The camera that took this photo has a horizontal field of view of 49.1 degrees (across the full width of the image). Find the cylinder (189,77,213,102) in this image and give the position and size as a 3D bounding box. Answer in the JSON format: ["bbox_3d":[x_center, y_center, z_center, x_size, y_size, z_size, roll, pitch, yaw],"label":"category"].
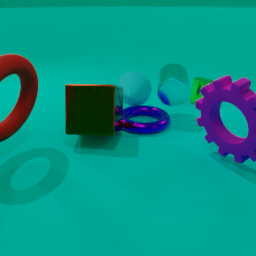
[{"bbox_3d":[2.659,-1.347,10.050,0.780,0.780,0.780,8,26,-4],"label":"cylinder"}]

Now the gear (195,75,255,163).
[{"bbox_3d":[2.276,-0.168,6.069,0.349,1.886,1.886,-26,35,-25],"label":"gear"}]

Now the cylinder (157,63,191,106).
[{"bbox_3d":[1.381,-1.317,8.534,0.972,0.972,0.972,2,40,5],"label":"cylinder"}]

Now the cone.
[{"bbox_3d":[0.096,-1.084,8.600,1.173,1.173,1.177,4,19,8],"label":"cone"}]

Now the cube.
[{"bbox_3d":[-0.847,-0.488,7.388,1.249,1.249,1.249,2,5,9],"label":"cube"}]

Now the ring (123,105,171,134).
[{"bbox_3d":[0.459,-0.286,8.473,1.653,0.331,1.653,0,26,0],"label":"ring"}]

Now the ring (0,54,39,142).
[{"bbox_3d":[-2.686,-0.598,6.096,0.414,2.071,2.071,25,31,10],"label":"ring"}]
